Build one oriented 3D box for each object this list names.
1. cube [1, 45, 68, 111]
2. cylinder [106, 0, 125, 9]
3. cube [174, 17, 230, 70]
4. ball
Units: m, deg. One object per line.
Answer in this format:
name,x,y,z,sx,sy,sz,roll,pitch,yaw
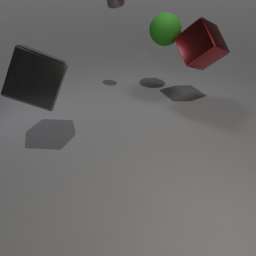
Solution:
cube,-2.654,-1.473,8.090,1.400,1.400,1.400,18,11,-19
cylinder,-0.529,-5.194,11.024,0.700,0.700,0.700,-8,44,8
cube,3.029,-3.394,11.494,1.400,1.400,1.400,-3,68,-48
ball,1.642,-4.340,12.346,1.400,1.400,1.400,0,30,0
